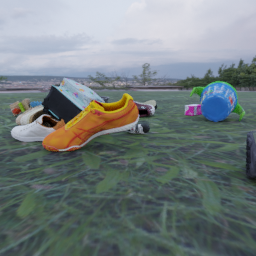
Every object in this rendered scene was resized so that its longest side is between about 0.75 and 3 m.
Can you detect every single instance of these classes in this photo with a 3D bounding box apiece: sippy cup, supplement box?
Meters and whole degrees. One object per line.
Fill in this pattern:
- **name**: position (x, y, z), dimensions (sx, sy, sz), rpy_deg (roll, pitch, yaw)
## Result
- **sippy cup**: position (4.380, -1.196, 13.783), dimensions (2.463, 1.934, 1.805), rpy_deg (-6, 18, 25)
- **supplement box**: position (3.745, -1.035, 15.953), dimensions (0.554, 0.566, 1.095), rpy_deg (10, 13, 41)

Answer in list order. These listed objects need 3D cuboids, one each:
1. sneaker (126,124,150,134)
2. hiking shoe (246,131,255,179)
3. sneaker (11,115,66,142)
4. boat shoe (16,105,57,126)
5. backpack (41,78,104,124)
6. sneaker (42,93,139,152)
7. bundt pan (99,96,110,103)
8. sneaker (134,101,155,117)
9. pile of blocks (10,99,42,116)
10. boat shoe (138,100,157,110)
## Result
- **sneaker**: position (0.316, 0.059, 10.423), dimensions (1.027, 0.381, 0.455), rpy_deg (-4, 6, 37)
- **hiking shoe**: position (3.326, 0.512, 6.022), dimensions (1.300, 0.978, 2.582), rpy_deg (2, 9, 32)
- **sneaker**: position (-2.916, -0.060, 9.164), dimensions (2.134, 0.903, 0.777), rpy_deg (2, 28, 17)
- **boat shoe**: position (-3.803, -0.569, 12.296), dimensions (0.891, 0.990, 2.744), rpy_deg (4, 16, 14)
- **backpack**: position (-1.817, -0.742, 10.267), dimensions (1.872, 1.632, 2.129), rpy_deg (35, 0, 19)
- **sneaker**: position (-1.152, -0.205, 8.174), dimensions (2.937, 1.133, 1.072), rpy_deg (-24, 30, -5)
- **bundt pan**: position (-2.390, -1.099, 14.851), dimensions (2.880, 1.081, 2.880), rpy_deg (-1, 10, 0)
- **sneaker**: position (0.326, -1.020, 15.310), dimensions (2.109, 0.798, 1.218), rpy_deg (5, 14, 20)
- **pile of blocks**: position (-5.313, -1.103, 15.287), dimensions (2.265, 0.930, 0.704), rpy_deg (-2, 12, -10)
- **boat shoe**: position (0.850, -1.248, 17.202), dimensions (1.916, 0.701, 0.600), rpy_deg (-7, -28, 16)
